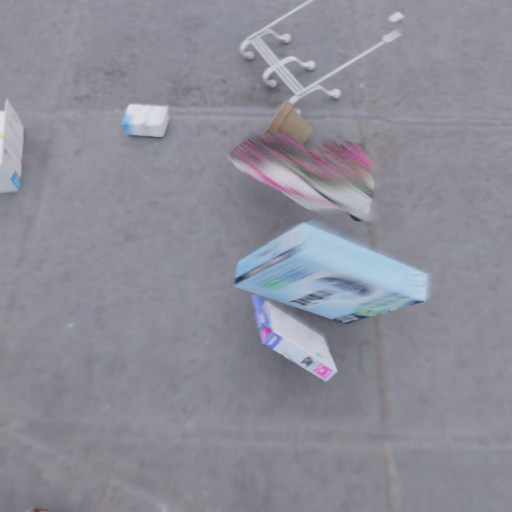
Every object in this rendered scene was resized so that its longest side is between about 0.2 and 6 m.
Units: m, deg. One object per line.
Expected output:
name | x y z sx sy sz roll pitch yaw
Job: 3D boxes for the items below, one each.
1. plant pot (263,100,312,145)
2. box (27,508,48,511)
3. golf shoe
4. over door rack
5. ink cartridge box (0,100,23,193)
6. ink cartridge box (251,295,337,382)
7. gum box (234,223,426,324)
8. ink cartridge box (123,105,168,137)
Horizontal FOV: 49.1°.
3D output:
plant pot | 0.727 -2.731 12.088 0.845 0.969 0.969 32 67 -5
box | -3.166 4.542 8.530 0.493 0.659 1.317 -35 69 -16
golf shoe | 0.728 -1.428 10.340 3.091 1.424 1.122 22 50 41
over door rack | 1.496 -4.866 12.844 3.119 1.039 2.305 -37 67 6
ink cartridge box | -5.371 -2.295 11.739 0.579 0.983 1.708 -6 64 -3
ink cartridge box | 0.542 1.333 9.183 1.629 0.972 0.342 36 105 -21
gum box | 1.180 0.399 9.256 2.413 2.050 0.537 21 64 -23
ink cartridge box | -2.434 -2.990 12.390 0.858 0.359 0.623 5 54 4
